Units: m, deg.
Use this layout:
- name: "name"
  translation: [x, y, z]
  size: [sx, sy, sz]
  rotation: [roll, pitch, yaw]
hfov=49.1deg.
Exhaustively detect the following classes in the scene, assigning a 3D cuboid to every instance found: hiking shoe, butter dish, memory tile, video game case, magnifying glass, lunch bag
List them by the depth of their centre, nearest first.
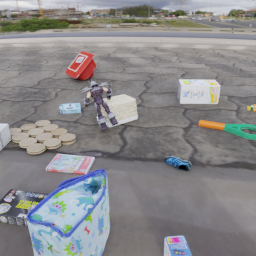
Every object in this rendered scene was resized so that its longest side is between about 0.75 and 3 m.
- name: "lunch bag"
  translation: [-0.957, 1.927, 5.596]
  size: [1.208, 1.611, 1.895]
  rotation: [14, 28, 25]
- name: "hiking shoe"
  translation: [1.563, 1.126, 8.896]
  size: [0.872, 0.324, 0.378]
  rotation: [10, 25, 20]
- name: "video game case"
  translation: [-1.841, 1.163, 9.070]
  size: [1.319, 0.115, 0.943]
  rotation: [4, 25, 9]
- name: "memory tile"
  translation: [-3.394, 0.304, 10.844]
  size: [1.936, 0.212, 2.526]
  rotation: [-21, 32, -39]
- name: "magnifying glass"
  translation: [4.215, 0.026, 11.437]
  size: [2.589, 0.290, 1.030]
  rotation: [13, 28, 22]
- name: "butter dish"
  translation: [-2.904, -3.938, 18.822]
  size: [2.010, 1.490, 2.016]
  rotation: [-54, 40, -5]

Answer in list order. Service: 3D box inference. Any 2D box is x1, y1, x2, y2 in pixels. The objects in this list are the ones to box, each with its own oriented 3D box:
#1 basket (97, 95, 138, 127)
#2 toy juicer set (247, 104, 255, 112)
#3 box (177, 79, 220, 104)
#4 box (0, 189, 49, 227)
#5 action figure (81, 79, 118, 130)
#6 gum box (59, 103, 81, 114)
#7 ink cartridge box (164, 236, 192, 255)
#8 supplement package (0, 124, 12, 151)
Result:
- name: "basket"
  translation: [-0.477, -0.802, 12.330]
  size: [1.592, 0.982, 1.079]
  rotation: [-18, 30, -33]
- name: "toy juicer set"
  translation: [6.276, -1.012, 13.691]
  size: [0.871, 0.237, 0.554]
  rotation: [-17, 30, -34]
- name: "box"
  translation: [3.685, -1.919, 14.731]
  size: [1.983, 1.005, 1.115]
  rotation: [1, 26, 2]
- name: "box"
  translation: [-2.669, 1.997, 7.052]
  size: [1.205, 0.267, 0.965]
  rotation: [5, 25, 11]
- name: "action figure"
  translation: [-1.132, -0.977, 11.198]
  size: [1.331, 2.046, 0.710]
  rotation: [-20, 2, -9]
- name: "gum box"
  translation: [-2.809, -0.953, 13.568]
  size: [1.007, 0.224, 0.856]
  rotation: [-5, 25, -10]
- name: "ink cartridge box"
  translation: [0.971, 2.639, 5.060]
  size: [0.420, 0.750, 1.100]
  rotation: [-4, 25, -4]
- name: "supplement package"
  translation: [-4.830, 0.381, 10.066]
  size: [0.704, 0.702, 1.200]
  rotation: [2, 25, 4]
